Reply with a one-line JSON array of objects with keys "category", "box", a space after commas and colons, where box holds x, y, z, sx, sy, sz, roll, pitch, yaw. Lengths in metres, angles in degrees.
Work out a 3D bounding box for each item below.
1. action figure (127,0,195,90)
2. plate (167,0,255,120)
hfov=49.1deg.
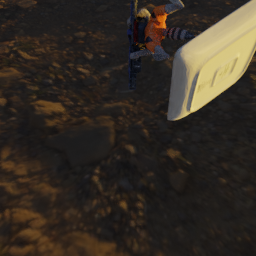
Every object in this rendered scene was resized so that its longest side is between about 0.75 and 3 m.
[{"category": "action figure", "box": [0.548, -1.799, 6.160, 1.042, 1.993, 1.928, -1, 15, -15]}, {"category": "plate", "box": [1.759, -1.182, 5.429, 2.250, 2.246, 0.364, -35, 66, -13]}]
